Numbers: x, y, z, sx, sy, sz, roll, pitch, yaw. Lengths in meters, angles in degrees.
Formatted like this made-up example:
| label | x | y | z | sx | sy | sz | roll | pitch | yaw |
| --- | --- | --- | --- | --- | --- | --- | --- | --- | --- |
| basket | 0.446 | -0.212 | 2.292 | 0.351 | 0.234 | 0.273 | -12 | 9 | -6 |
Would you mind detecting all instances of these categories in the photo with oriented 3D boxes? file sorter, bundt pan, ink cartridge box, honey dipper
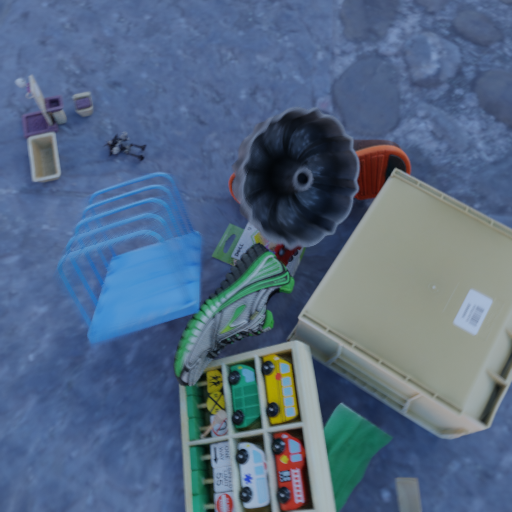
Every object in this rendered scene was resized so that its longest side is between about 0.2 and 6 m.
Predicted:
| label | x | y | z | sx | sy | sz | roll | pitch | yaw |
| --- | --- | --- | --- | --- | --- | --- | --- | --- | --- |
| file sorter | -1.930 | -0.101 | 8.873 | 1.679 | 1.484 | 2.419 | -17 | 29 | 5 |
| bundt pan | 0.546 | -1.279 | 9.138 | 2.240 | 0.840 | 2.240 | -7 | 105 | -28 |
| ink cartridge box | 0.038 | -0.102 | 10.202 | 1.546 | 0.458 | 0.802 | 23 | 68 | 10 |
| honey dipper | -0.675 | 2.598 | 8.500 | 0.147 | 0.776 | 0.147 | 21 | 38 | -17 |

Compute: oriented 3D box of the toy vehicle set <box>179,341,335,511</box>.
| label | x | y | z | sx | sy | sz | roll | pitch | yaw |
| --- | --- | --- | --- | --- | --- | --- | --- | --- | --- |
| toy vehicle set | -0.035 | 3.198 | 8.166 | 2.194 | 0.468 | 3.531 | -19 | 63 | 25 |

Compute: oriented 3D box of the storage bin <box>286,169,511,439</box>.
| label | x | y | z | sx | sy | sz | roll | pitch | yaw |
| --- | --- | --- | --- | --- | --- | --- | --- | --- | --- |
| storage bin | 2.739 | 0.760 | 9.266 | 3.200 | 1.510 | 3.223 | 31 | 69 | 12 |

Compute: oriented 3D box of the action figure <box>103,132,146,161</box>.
| label | x | y | z | sx | sy | sz | roll | pitch | yaw |
| --- | --- | --- | --- | --- | --- | --- | --- | --- | --- |
| action figure | -2.655 | -2.186 | 11.141 | 0.885 | 0.452 | 0.526 | 15 | 78 | 5 |

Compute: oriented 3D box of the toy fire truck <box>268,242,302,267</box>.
| label | x | y | z | sx | sy | sz | roll | pitch | yaw |
| --- | --- | --- | --- | --- | --- | --- | --- | --- | --- |
| toy fire truck | 0.419 | -0.172 | 9.711 | 1.092 | 0.266 | 0.770 | -50 | 32 | 8 |

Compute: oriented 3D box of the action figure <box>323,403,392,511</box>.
| label | x | y | z | sx | sy | sz | roll | pitch | yaw |
| --- | --- | --- | --- | --- | --- | --- | --- | --- | --- |
| action figure | 0.922 | 3.422 | 8.379 | 1.433 | 0.663 | 2.425 | 39 | 83 | -29 |

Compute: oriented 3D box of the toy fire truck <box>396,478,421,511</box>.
| label | x | y | z | sx | sy | sz | roll | pitch | yaw |
| --- | --- | --- | --- | --- | --- | --- | --- | --- | --- |
| toy fire truck | 1.852 | 4.198 | 8.049 | 1.546 | 1.130 | 1.757 | 5 | 55 | 3 |

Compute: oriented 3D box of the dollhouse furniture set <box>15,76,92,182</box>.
| label | x | y | z | sx | sy | sz | roll | pitch | yaw |
| --- | --- | --- | --- | --- | --- | --- | --- | --- | --- |
| dollhouse furniture set | -3.914 | -2.517 | 10.790 | 1.490 | 1.335 | 1.881 | -13 | 67 | -6 |

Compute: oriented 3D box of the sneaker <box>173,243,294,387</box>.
| label | x | y | z | sx | sy | sz | roll | pitch | yaw |
| --- | --- | --- | --- | --- | --- | --- | --- | --- | --- |
| sneaker | -0.351 | 1.010 | 8.661 | 1.064 | 0.975 | 2.498 | 38 | 80 | 7 |

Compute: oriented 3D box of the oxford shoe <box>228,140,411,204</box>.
| label | x | y | z | sx | sy | sz | roll | pitch | yaw |
| --- | --- | --- | --- | --- | --- | --- | --- | --- | --- |
| oxford shoe | 1.152 | -1.564 | 10.692 | 3.333 | 1.186 | 1.209 | -5 | 31 | 6 |
